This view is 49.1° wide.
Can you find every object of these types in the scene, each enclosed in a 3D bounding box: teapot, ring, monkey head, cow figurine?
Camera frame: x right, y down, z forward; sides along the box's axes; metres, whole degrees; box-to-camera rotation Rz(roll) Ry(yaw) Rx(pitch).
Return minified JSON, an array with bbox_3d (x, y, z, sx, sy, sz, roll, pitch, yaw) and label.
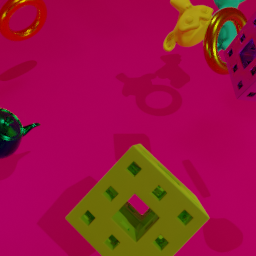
[{"bbox_3d":[-2.418,0.045,5.364,0.794,1.621,1.008,-36,74,23],"label":"teapot"},{"bbox_3d":[2.278,-1.963,6.399,1.482,1.482,0.296,-35,31,-22],"label":"ring"},{"bbox_3d":[1.450,-2.603,6.830,1.583,0.954,1.139,-36,81,-10],"label":"monkey head"},{"bbox_3d":[2.746,-2.973,7.776,1.488,1.512,0.830,-36,21,-28],"label":"cow figurine"},{"bbox_3d":[-2.837,-2.967,7.590,1.459,1.459,0.292,-36,77,-23],"label":"ring"}]

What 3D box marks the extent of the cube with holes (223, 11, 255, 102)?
[{"bbox_3d":[2.029,-0.955,3.862,0.883,0.883,0.883,5,60,-15],"label":"cube with holes"}]

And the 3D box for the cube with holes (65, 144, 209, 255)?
[{"bbox_3d":[0.162,1.155,4.151,1.295,1.295,1.295,43,93,6],"label":"cube with holes"}]
